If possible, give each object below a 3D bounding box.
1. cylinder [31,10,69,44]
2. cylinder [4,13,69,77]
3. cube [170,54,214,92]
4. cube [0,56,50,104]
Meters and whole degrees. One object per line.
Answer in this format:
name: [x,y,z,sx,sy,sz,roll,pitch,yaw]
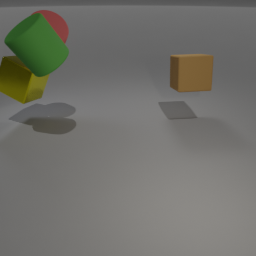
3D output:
cylinder: [-3.011,-3.297,10.277,1.400,1.400,1.400,-16,-10,-28]
cylinder: [-2.811,-2.566,8.737,1.400,1.400,1.400,-21,42,20]
cube: [2.597,-2.317,11.670,1.400,1.400,1.400,-3,17,-5]
cube: [-4.255,-2.008,11.400,1.400,1.400,1.400,28,21,5]
